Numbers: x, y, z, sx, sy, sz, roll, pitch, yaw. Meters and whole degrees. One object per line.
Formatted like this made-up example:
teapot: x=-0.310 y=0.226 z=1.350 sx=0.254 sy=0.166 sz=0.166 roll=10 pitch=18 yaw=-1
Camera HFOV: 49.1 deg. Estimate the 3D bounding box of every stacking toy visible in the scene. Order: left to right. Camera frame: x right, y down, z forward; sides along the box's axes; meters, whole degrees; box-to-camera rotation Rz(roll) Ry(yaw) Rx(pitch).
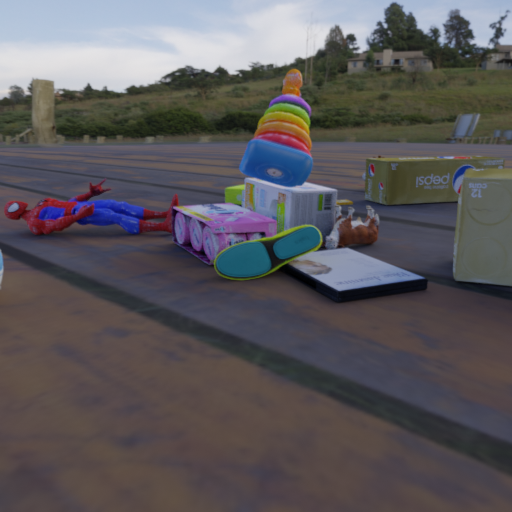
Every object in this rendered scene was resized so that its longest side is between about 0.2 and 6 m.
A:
stacking toy: x=0.485 y=-2.194 z=9.140 sx=1.084 sy=1.975 sz=1.146 roll=15 pitch=-20 yaw=-7

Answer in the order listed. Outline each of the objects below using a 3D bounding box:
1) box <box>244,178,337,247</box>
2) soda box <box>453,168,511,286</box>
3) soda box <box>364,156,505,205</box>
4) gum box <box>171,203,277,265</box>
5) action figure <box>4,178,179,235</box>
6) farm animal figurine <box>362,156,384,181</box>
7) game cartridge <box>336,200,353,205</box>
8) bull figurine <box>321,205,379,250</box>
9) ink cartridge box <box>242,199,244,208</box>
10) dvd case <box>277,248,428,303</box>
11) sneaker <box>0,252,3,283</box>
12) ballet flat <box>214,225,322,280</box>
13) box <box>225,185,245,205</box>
box: x=0.559 y=-0.824 z=10.221 sx=0.931 sy=1.033 sz=1.836 roll=-5 pitch=17 yaw=-26
soda box: x=4.927 y=-0.311 z=7.300 sx=4.384 sy=1.485 sz=1.403 roll=5 pitch=15 yaw=20
soda box: x=4.725 y=-2.046 z=14.892 sx=3.555 sy=1.138 sz=1.204 roll=-5 pitch=14 yaw=-17
gum box: x=-0.561 y=-0.392 z=9.299 sx=1.128 sy=0.657 sz=1.987 roll=-6 pitch=16 yaw=-25
action figure: x=-3.199 y=-0.872 z=10.847 sx=3.308 sy=0.855 sz=1.082 roll=-2 pitch=34 yaw=0
farm animal figurine: x=4.210 y=-2.359 z=16.943 sx=1.704 sy=0.889 sz=1.686 roll=14 pitch=31 yaw=22
game cartridge: x=2.174 y=-1.377 z=14.429 sx=0.511 sy=0.083 sz=0.451 roll=-2 pitch=14 yaw=-13
bull figurine: x=1.623 y=-0.469 z=9.603 sx=1.251 sy=0.759 sz=0.407 roll=-4 pitch=16 yaw=-36
ink cartridge box: x=0.282 y=-1.069 z=12.592 sx=1.122 sy=0.380 sz=0.651 roll=-3 pitch=14 yaw=-11
dvd case: x=1.226 y=0.224 z=7.895 sx=1.393 sy=0.171 sz=1.952 roll=-6 pitch=16 yaw=-23
sneaker: x=-3.811 y=0.324 z=5.970 sx=0.941 sy=0.949 sz=2.619 roll=5 pitch=16 yaw=16
ballet flat: x=0.169 y=-0.020 z=8.042 sx=1.623 sy=0.542 sz=0.544 roll=-19 pitch=-3 yaw=-12
box: x=0.272 y=-1.543 z=14.322 sx=1.861 sy=0.443 sz=1.134 roll=9 pitch=17 yaw=32
